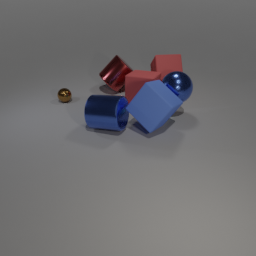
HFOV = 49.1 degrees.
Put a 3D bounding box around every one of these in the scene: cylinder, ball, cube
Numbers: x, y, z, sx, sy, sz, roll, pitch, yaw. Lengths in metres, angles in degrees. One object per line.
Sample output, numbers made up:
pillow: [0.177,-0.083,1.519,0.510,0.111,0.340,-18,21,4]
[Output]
cylinder: [-0.572,-2.891,14.856,1.400,1.400,1.400,42,13,-12]
cylinder: [-0.833,-0.630,11.340,1.400,1.400,1.400,5,30,21]
ball: [2.086,-1.743,12.069,1.400,1.400,1.400,0,30,0]
cube: [0.741,-1.955,13.625,1.400,1.400,1.400,9,25,18]
cube: [2.077,-3.074,15.204,1.400,1.400,1.400,-4,-6,-7]
cube: [1.061,-0.892,11.100,1.400,1.400,1.400,45,28,11]
ball: [-3.153,-1.634,13.923,0.700,0.700,0.700,0,30,0]
